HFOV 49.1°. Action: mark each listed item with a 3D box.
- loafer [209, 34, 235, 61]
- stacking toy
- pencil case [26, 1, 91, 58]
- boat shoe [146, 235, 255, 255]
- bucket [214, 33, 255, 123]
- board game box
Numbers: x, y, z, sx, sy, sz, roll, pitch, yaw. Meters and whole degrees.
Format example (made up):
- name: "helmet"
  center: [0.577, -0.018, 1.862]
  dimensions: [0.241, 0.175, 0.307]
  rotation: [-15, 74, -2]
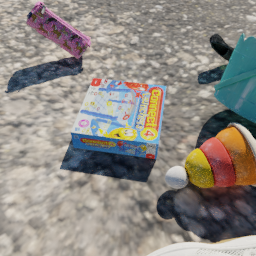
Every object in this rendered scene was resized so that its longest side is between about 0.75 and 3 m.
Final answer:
- name: "loafer"
  center: [3.268, -2.550, 9.408]
  dimensions: [1.431, 0.486, 0.502]
  rotation: [34, 54, -19]
- name: "stacking toy"
  center: [1.800, 0.848, 6.311]
  dimensions: [2.039, 1.490, 1.490]
  rotation: [-19, 49, 2]
- name: "pencil case"
  center: [-2.296, -3.257, 9.447]
  dimensions: [0.892, 2.154, 0.932]
  rotation: [-57, 22, 2]
- name: "boat shoe"
  center: [1.308, 2.521, 4.594]
  dimensions: [2.807, 0.994, 0.973]
  rotation: [-13, 18, -1]
- name: "bucket"
  center: [3.550, -1.091, 7.055]
  dimensions: [2.590, 1.685, 2.590]
  rotation: [21, 22, -9]
- name: "board game box"
  center: [-0.155, -0.349, 7.685]
  dimensions: [2.200, 0.628, 2.247]
  rotation: [7, 49, 7]
